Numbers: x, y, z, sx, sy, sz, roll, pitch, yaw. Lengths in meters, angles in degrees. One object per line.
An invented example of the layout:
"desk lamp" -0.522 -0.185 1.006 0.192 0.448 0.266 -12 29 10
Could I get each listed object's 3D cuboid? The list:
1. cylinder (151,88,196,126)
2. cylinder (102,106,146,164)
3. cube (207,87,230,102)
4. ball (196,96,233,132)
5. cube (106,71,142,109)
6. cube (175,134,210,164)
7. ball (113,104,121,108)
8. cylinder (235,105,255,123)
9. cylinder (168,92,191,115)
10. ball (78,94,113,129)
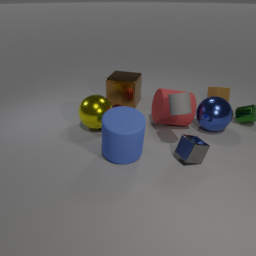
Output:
"cylinder" 1.826 -0.832 11.348 1.400 1.400 1.400 6 26 -13
"cylinder" -0.164 0.236 9.271 1.400 1.400 1.400 2 41 -2
"cube" 4.068 -1.487 12.618 0.700 0.700 0.700 1 8 -21
"ball" 3.403 -0.558 11.077 1.400 1.400 1.400 0 28 0
"cube" -0.182 -1.852 13.518 1.400 1.400 1.400 8 29 13
"cube" 2.107 0.692 9.234 0.700 0.700 0.700 8 22 -31
"ball" -0.463 -0.666 12.042 0.700 0.700 0.700 0 28 0
"cylinder" 4.947 -0.576 11.646 0.700 0.700 0.700 -9 14 46
"cylinder" 1.724 -0.809 9.308 0.700 0.700 0.700 -6 6 1
"ball" -1.285 -0.643 11.238 1.400 1.400 1.400 0 28 0
